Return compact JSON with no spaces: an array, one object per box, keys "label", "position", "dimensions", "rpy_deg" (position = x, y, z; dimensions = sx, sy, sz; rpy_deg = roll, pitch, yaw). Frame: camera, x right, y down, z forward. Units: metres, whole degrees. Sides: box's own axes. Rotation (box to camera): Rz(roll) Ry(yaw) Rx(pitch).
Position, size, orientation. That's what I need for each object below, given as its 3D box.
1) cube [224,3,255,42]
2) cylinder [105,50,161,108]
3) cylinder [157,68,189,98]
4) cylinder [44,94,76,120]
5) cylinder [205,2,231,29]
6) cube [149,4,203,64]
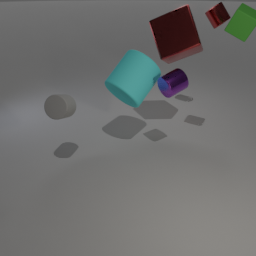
[{"label":"cube","position":[3.408,-3.118,8.268],"dimensions":[0.700,0.700,0.700],"rpy_deg":[34,48,8]},{"label":"cylinder","position":[0.163,-1.641,9.423],"dimensions":[1.400,1.400,1.400],"rpy_deg":[28,78,41]},{"label":"cylinder","position":[1.387,-1.390,8.670],"dimensions":[0.700,0.700,0.700],"rpy_deg":[-30,37,-17]},{"label":"cylinder","position":[-1.938,-0.618,8.072],"dimensions":[0.700,0.700,0.700],"rpy_deg":[5,8,10]},{"label":"cylinder","position":[3.395,-4.257,10.595],"dimensions":[0.700,0.700,0.700],"rpy_deg":[-34,9,6]},{"label":"cube","position":[1.738,-3.229,9.897],"dimensions":[1.400,1.400,1.400],"rpy_deg":[-17,1,19]}]
